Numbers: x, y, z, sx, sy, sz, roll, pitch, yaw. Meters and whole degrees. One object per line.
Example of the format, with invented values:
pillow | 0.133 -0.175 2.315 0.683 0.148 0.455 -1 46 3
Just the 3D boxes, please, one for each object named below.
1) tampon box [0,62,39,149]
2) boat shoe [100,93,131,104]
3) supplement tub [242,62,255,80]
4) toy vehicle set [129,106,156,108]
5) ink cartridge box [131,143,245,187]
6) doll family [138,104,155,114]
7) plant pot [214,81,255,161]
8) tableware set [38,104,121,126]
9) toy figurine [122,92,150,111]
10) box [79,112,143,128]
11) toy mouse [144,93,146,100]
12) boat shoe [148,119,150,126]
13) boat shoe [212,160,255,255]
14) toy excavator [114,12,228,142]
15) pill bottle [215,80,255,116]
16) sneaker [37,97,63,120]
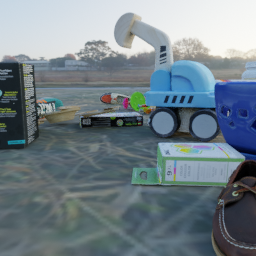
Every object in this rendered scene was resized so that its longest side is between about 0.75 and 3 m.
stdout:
tampon box | -2.652 -0.495 5.826 1.259 1.680 1.061 -1 10 -3
boat shoe | -0.663 -1.619 15.618 1.800 0.641 0.563 2 11 -17
supplement tub | 4.791 -1.355 10.006 1.418 1.950 1.418 0 10 0
toy vehicle set | 0.713 -1.085 13.639 0.881 0.188 1.418 -4 11 -21
ink cartridge box | 0.772 0.483 3.898 1.426 0.423 0.741 0 10 2
doll family | 0.807 -0.693 11.137 0.548 0.398 0.884 -2 -11 32
plant pot | 2.320 -0.068 4.415 1.480 1.330 1.480 9 14 43
tableware set | -1.797 -0.335 7.473 2.939 0.341 2.455 -8 4 32
toy figurine | 0.262 -1.097 12.584 1.119 0.840 1.030 20 -12 -33
box | -0.538 -0.261 8.491 1.818 0.316 1.001 -2 10 -12
toy mouse | 0.909 -1.581 14.127 1.736 0.336 1.543 -29 11 -38
boat shoe | 0.712 -0.136 7.891 0.315 0.355 0.965 -4 -1 2
boat shoe | 1.065 0.678 2.543 0.515 0.515 1.464 6 12 20
toy excavator | 1.075 -1.344 6.936 2.903 2.986 1.491 5 10 26
pill bottle | 3.498 -0.762 8.349 2.461 1.348 1.348 -3 10 -20
sneaker | -2.975 -0.546 9.211 2.072 0.739 0.828 -15 21 -38
